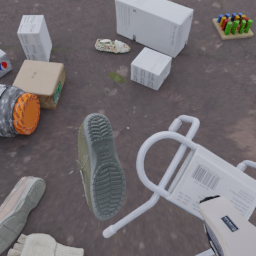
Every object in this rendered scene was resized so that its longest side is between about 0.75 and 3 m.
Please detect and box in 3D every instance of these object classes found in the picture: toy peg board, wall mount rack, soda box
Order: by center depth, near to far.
[{"bbox_3d":[0.942,1.178,4.307,2.620,0.977,2.277,32,87,-16],"label":"wall mount rack"},{"bbox_3d":[-5.104,-2.617,9.834,2.193,0.749,0.696,33,61,21],"label":"soda box"},{"bbox_3d":[4.161,-4.137,10.965,1.243,0.608,1.237,-7,56,-5],"label":"toy peg board"}]

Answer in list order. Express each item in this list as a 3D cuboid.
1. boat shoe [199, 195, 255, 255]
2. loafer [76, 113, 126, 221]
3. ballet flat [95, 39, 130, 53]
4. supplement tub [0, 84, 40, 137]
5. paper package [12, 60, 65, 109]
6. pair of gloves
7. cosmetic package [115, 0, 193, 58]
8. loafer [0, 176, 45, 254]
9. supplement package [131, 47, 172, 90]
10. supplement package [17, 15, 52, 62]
[{"bbox_3d":[1.107,1.230,2.756,0.456,0.567,1.222,-18,24,0],"label":"boat shoe"},{"bbox_3d":[-0.319,0.419,3.068,0.425,0.394,1.130,-2,82,-32],"label":"loafer"},{"bbox_3d":[-0.577,-3.044,10.330,1.307,0.418,0.494,4,56,2],"label":"ballet flat"},{"bbox_3d":[-3.877,-0.551,7.972,2.398,1.469,1.469,9,56,6],"label":"supplement tub"},{"bbox_3d":[-2.830,-1.422,9.015,1.368,0.743,1.435,6,55,4],"label":"paper package"},{"bbox_3d":[-2.027,3.326,5.990,1.711,0.353,2.012,15,56,10],"label":"pair of gloves"},{"bbox_3d":[0.909,-3.867,10.263,2.644,1.492,1.073,30,61,21],"label":"cosmetic package"},{"bbox_3d":[-2.814,2.052,6.738,0.650,0.743,2.066,8,47,27],"label":"loafer"},{"bbox_3d":[0.771,-1.982,9.388,1.024,0.753,0.979,26,59,17],"label":"supplement package"},{"bbox_3d":[-3.224,-3.100,9.827,0.719,1.297,1.010,-1,55,0],"label":"supplement package"}]
